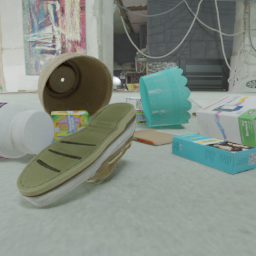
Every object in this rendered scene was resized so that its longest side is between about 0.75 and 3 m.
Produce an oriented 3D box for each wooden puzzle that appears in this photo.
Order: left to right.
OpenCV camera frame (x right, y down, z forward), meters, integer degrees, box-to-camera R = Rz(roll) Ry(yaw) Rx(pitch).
[{"bbox_3d":[0.855,0.306,8.911,1.195,0.241,1.292,-7,17,-38],"label":"wooden puzzle"}]

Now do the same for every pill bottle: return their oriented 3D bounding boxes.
[{"bbox_3d":[-3.175,0.024,7.045,2.503,1.405,1.405,5,11,25],"label":"pill bottle"}]

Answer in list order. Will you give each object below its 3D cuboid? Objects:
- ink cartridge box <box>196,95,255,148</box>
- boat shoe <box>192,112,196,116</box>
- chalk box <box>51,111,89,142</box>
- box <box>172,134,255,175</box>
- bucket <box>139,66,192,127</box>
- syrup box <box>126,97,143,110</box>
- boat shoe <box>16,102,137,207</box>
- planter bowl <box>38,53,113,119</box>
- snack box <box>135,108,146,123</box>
[{"bbox_3d":[3.601,-0.310,8.973,1.666,1.003,2.293,-25,18,-24],"label":"ink cartridge box"},{"bbox_3d":[3.852,-0.815,14.944,1.012,0.342,0.364,-3,10,-19],"label":"boat shoe"},{"bbox_3d":[-1.664,-0.057,8.874,1.473,0.912,0.916,-3,11,-14],"label":"chalk box"},{"bbox_3d":[1.958,0.548,6.652,0.800,0.478,1.945,-6,11,-31],"label":"box"},{"bbox_3d":[1.438,-1.183,11.391,1.582,2.432,2.432,-10,11,-5],"label":"bucket"},{"bbox_3d":[0.912,-1.497,17.579,1.990,0.783,0.810,5,11,26],"label":"syrup box"},{"bbox_3d":[-0.676,0.545,5.204,1.068,0.978,2.858,13,36,34],"label":"boat shoe"},{"bbox_3d":[-2.323,-1.710,11.154,2.908,2.908,1.957,-7,31,-36],"label":"planter bowl"},{"bbox_3d":[-0.272,-0.569,12.784,1.762,0.596,1.486,-5,11,-22],"label":"snack box"}]
